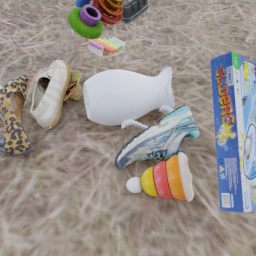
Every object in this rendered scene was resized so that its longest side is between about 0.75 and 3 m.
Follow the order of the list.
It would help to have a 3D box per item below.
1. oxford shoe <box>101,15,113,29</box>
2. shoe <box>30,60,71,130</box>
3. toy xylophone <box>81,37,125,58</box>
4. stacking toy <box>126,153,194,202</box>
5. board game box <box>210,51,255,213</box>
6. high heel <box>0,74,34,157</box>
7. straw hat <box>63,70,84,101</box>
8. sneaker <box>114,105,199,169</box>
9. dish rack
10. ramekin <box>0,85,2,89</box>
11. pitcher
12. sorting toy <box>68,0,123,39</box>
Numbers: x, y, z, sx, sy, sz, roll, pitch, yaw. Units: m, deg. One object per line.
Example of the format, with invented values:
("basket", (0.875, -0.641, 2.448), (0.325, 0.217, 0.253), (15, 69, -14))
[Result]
("oxford shoe", (-0.994, -4.894, 12.968), (0.415, 0.398, 1.126), (-24, 47, 10))
("shoe", (-2.548, -1.323, 9.138), (1.046, 0.799, 2.992), (-28, 45, 27))
("toy xylophone", (-0.802, -2.625, 8.891), (1.127, 0.387, 1.539), (27, 30, 8))
("stacking toy", (0.758, 1.319, 7.044), (1.642, 1.200, 1.200), (-11, 46, 15))
("board game box", (2.267, 0.118, 5.109), (1.767, 0.450, 2.611), (7, 77, -39))
("high heel", (-3.098, -0.434, 8.391), (1.907, 0.955, 2.676), (13, 65, 20))
("straw hat", (-1.789, -1.247, 9.436), (1.359, 0.575, 1.359), (-33, 39, 31))
("sneaker", (0.859, 0.457, 7.649), (2.632, 1.021, 1.136), (-34, 85, -10))
("dish rack", (-0.599, -6.335, 13.984), (2.837, 0.774, 2.176), (23, 51, 22))
("ramekin", (-4.519, -0.940, 8.687), (1.415, 1.415, 0.690), (-35, 64, -28))
("pitcher", (0.150, -0.673, 8.461), (2.717, 1.647, 2.331), (-8, 68, -15))
("sorting toy", (-0.662, -2.708, 6.246), (0.979, 0.669, 1.629), (43, 47, -6))
